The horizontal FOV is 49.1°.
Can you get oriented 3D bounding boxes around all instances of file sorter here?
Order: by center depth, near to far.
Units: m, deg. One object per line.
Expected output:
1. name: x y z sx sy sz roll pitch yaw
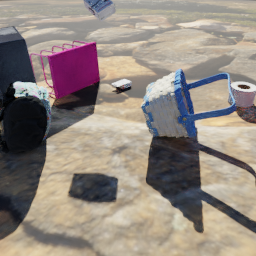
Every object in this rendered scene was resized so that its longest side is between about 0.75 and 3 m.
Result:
1. file sorter: -2.948 -2.893 13.225 1.724 1.910 2.749 19 36 34

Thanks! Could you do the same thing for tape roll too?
1. tape roll: 4.849 -1.429 11.896 1.063 0.730 1.063 0 31 0

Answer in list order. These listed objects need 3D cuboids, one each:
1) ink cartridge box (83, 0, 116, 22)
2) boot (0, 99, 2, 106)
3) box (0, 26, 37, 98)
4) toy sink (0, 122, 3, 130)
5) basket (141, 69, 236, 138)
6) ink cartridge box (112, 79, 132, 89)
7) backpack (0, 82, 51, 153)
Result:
1. ink cartridge box: -1.170 -5.051 11.513 0.847 0.478 1.154 -37 66 -10
2. boot: -5.837 -0.987 11.535 1.011 0.332 0.834 2 20 -5
3. box: -5.128 -2.769 12.226 1.601 2.599 2.578 -19 37 -21
4. toy sink: -5.098 -0.169 9.901 1.027 0.669 0.575 10 33 14
5. basket: 2.069 -0.941 9.590 2.926 2.035 2.580 -16 26 24
6. ink cartridge box: -0.312 -2.078 13.450 0.900 0.227 0.490 -27 41 -35
7. backpack: -3.450 -0.541 9.520 1.617 2.132 2.554 9 23 -24
